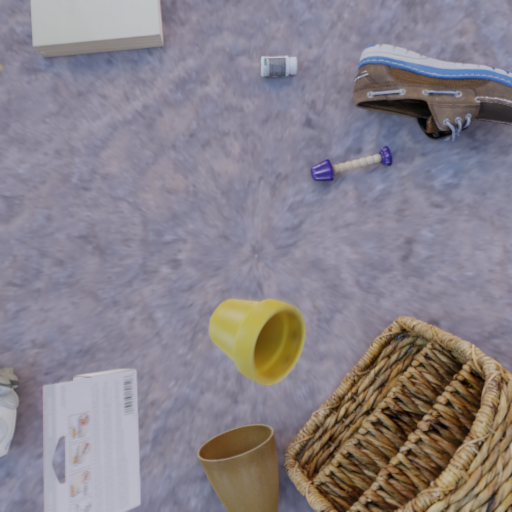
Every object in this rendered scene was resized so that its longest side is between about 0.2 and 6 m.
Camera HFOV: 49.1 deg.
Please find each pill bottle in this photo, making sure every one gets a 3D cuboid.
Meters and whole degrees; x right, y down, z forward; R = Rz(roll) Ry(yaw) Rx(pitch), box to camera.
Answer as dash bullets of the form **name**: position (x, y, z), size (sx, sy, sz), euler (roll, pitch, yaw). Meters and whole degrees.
- **pill bottle**: position (0.369, -3.089, 9.121), size (0.569, 0.322, 0.322), euler (-1, 80, 0)

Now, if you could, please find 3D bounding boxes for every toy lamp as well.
- **toy lamp**: position (1.485, -1.433, 8.832), size (1.261, 0.367, 0.367), euler (-13, 80, -5)

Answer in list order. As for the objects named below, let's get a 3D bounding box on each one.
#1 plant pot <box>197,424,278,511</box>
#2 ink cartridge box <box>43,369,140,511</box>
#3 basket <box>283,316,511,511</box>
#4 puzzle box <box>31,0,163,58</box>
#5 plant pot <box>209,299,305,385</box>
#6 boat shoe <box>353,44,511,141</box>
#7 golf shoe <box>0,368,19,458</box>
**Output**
- **plant pot**: position (-0.131, 3.117, 7.749), size (1.096, 1.096, 1.176), euler (-16, 91, -3)
- **ink cartridge box**: position (-1.488, 1.694, 4.914), size (0.278, 1.110, 1.279), euler (-7, 83, 30)
- **basket**: position (2.033, 2.443, 7.261), size (2.196, 2.104, 2.948), euler (43, 82, 6)
- **puzzle box**: position (-2.707, -4.926, 9.398), size (2.083, 0.398, 3.132), euler (-6, 80, -1)
- **plant pot**: position (-0.049, 0.923, 6.632), size (0.895, 0.952, 0.952), euler (17, 78, 40)
- **boat shoe**: position (2.929, -2.353, 8.718), size (2.919, 1.054, 1.056), euler (17, 85, 13)
- **golf shoe**: position (-4.833, 2.372, 7.831), size (2.885, 1.129, 1.402), euler (-4, 86, 0)
